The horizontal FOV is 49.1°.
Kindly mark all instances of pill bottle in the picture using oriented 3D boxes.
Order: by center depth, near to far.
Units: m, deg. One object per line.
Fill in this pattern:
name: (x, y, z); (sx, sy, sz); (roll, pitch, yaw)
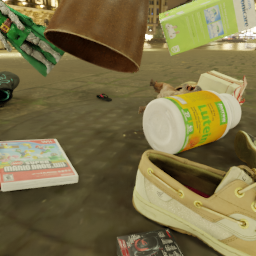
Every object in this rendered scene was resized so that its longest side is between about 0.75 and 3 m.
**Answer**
pill bottle: (1.657, -0.223, 6.873); (2.359, 1.310, 1.310); (-13, 23, -32)

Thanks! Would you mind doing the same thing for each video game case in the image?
video game case: (-1.921, 0.663, 5.713); (1.334, 0.163, 1.866); (-2, 21, -27)

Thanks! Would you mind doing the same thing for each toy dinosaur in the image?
toy dinosaur: (1.551, -0.784, 8.969); (1.895, 1.200, 2.796); (17, 7, 15)

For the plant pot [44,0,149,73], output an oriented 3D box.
plant pot: (-0.389, -2.520, 5.734); (2.020, 2.161, 2.020); (18, -1, 0)

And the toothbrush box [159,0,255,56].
toothbrush box: (2.270, -3.260, 8.434); (2.488, 1.071, 1.812); (-18, 26, 13)

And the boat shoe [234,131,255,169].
boat shoe: (2.751, 0.523, 6.013); (0.509, 0.554, 1.549); (8, 21, -3)

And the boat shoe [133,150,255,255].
boat shoe: (1.379, 1.011, 3.804); (2.984, 0.991, 1.104); (10, 22, 28)

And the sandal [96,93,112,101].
sandal: (-0.986, -1.311, 11.707); (0.359, 0.216, 0.957); (-14, 24, -35)

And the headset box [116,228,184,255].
headset box: (0.219, 1.546, 3.339); (0.778, 0.292, 0.578); (-5, 20, -14)

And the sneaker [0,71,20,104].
sneaker: (-5.067, -1.463, 11.258); (1.160, 1.104, 2.927); (15, 28, 5)

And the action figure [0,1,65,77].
action figure: (-3.201, -2.744, 8.128); (2.722, 1.608, 0.744); (37, 33, -19)

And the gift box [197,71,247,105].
gift box: (2.952, -1.084, 8.920); (1.382, 1.480, 1.365); (30, 37, 25)

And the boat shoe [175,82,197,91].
boat shoe: (2.747, -1.279, 10.748); (0.835, 0.922, 2.588); (-16, 16, -23)
